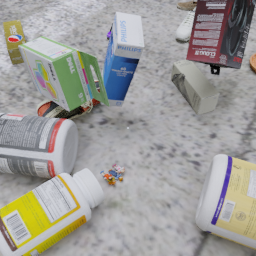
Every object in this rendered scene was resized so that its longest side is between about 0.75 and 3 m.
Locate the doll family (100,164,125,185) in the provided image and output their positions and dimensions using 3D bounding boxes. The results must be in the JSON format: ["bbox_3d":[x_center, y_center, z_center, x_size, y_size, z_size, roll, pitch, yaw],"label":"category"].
[{"bbox_3d":[-0.404,1.383,8.052,0.492,0.357,0.793,31,38,32],"label":"doll family"}]

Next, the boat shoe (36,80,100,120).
[{"bbox_3d":[-1.686,-0.790,9.430,2.729,0.971,0.854,-23,50,-14],"label":"boat shoe"}]

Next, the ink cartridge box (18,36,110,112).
[{"bbox_3d":[-1.782,-1.408,7.501,0.837,1.465,2.822,-34,43,-26],"label":"ink cartridge box"}]

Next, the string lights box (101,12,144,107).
[{"bbox_3d":[-0.246,-1.767,7.670,0.692,2.346,1.205,6,57,-13],"label":"string lights box"}]

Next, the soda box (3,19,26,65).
[{"bbox_3d":[-4.839,-3.761,12.122,0.787,0.743,2.322,-15,51,-14],"label":"soda box"}]

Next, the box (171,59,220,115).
[{"bbox_3d":[2.365,-1.523,10.141,0.728,0.875,2.131,-16,50,-12],"label":"box"}]

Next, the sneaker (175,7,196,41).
[{"bbox_3d":[2.822,-4.852,12.971,0.853,0.898,2.232,23,55,17],"label":"sneaker"}]

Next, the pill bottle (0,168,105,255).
[{"bbox_3d":[-1.853,2.016,6.764,2.507,1.370,1.370,-29,55,-23],"label":"pill bottle"}]

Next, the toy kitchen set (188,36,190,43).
[{"bbox_3d":[3.285,-4.029,12.357,0.815,0.737,0.904,-34,57,-25],"label":"toy kitchen set"}]

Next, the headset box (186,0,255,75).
[{"bbox_3d":[2.796,-2.951,8.309,1.047,2.712,2.019,17,15,37],"label":"headset box"}]

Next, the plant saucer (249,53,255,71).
[{"bbox_3d":[5.718,-2.554,11.396,1.539,0.288,1.539,0,49,1],"label":"plant saucer"}]

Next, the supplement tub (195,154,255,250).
[{"bbox_3d":[3.091,1.856,6.550,2.636,1.917,1.917,17,52,14],"label":"supplement tub"}]

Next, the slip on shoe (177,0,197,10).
[{"bbox_3d":[3.318,-6.436,14.597,1.525,0.462,0.580,16,51,14],"label":"slip on shoe"}]

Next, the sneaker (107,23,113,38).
[{"bbox_3d":[-0.669,-4.590,12.959,0.386,0.552,1.111,21,52,17],"label":"sneaker"}]

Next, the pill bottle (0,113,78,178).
[{"bbox_3d":[-3.011,0.454,7.895,2.910,1.686,1.686,6,50,5],"label":"pill bottle"}]
